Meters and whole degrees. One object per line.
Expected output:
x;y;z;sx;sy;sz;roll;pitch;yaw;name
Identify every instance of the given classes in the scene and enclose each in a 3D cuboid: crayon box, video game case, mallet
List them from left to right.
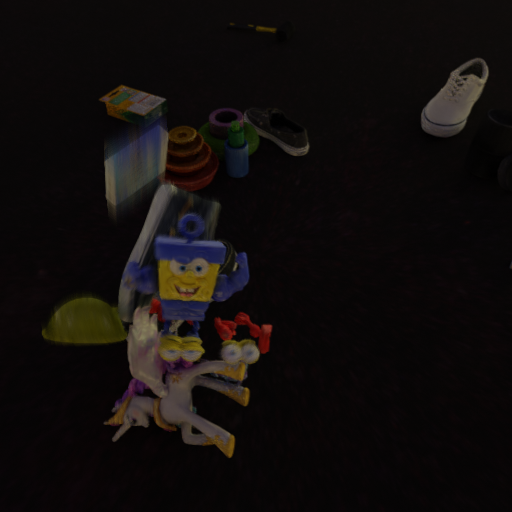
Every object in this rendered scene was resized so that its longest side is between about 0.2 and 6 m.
-2.504;-3.062;11.435;1.176;0.303;0.740;23;49;21;crayon box
-1.480;-1.109;6.940;0.196;0.782;0.863;42;62;10;video game case
0.131;-5.770;14.166;1.782;0.367;0.587;20;49;24;mallet
5.375;-1.897;10.161;3.427;1.128;0.705;2;44;-19;mallet

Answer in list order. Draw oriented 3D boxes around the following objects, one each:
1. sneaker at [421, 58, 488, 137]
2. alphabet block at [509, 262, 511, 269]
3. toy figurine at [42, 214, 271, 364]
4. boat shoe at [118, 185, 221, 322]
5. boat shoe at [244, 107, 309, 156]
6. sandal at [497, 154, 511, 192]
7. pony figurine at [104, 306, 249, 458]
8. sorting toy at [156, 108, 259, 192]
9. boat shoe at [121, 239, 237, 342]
3.969;-3.236;11.215;0.880;0.853;2.409;22;49;21;sneaker
3.929;0.098;8.351;0.203;0.198;0.199;23;51;20;alphabet block
-0.959;0.199;6.061;2.407;1.442;1.270;6;17;-11;toy figurine
-0.974;0.038;6.354;0.747;0.582;1.646;18;84;7;boat shoe
0.368;-2.530;10.713;0.599;0.567;1.712;-26;51;-24;boat shoe
5.228;-1.651;9.642;2.267;0.862;0.485;-27;27;-11;sandal
-0.894;1.412;6.315;1.587;1.322;1.532;5;78;16;pony figurine
-0.779;-2.087;9.965;1.460;0.997;2.429;24;49;22;sorting toy
-0.992;0.362;7.758;0.817;0.651;2.160;23;49;21;boat shoe
